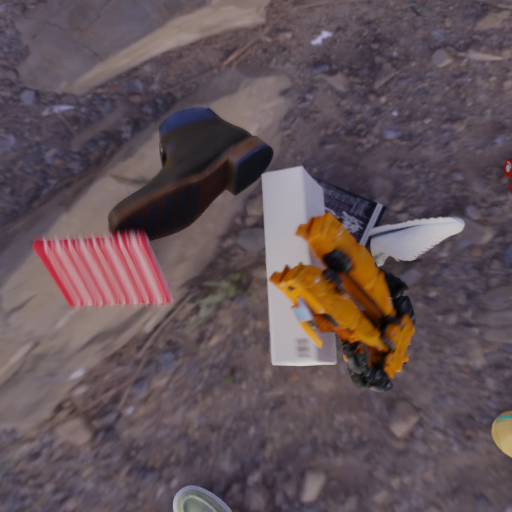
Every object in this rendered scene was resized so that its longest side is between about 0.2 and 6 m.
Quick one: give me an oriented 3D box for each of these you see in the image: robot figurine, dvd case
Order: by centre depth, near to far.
[{"bbox_3d":[1.480,0.783,8.623,2.793,0.813,2.025,49,55,-26],"label":"robot figurine"},{"bbox_3d":[1.403,-0.753,11.081,1.991,0.159,1.480,23,65,12],"label":"dvd case"}]

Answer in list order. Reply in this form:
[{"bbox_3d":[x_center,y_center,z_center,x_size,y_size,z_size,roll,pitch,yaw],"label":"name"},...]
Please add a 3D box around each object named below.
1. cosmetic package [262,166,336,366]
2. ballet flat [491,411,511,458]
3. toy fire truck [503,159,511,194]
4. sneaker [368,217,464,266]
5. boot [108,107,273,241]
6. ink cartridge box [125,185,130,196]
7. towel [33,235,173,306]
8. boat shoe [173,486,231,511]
[{"bbox_3d":[0.714,0.236,9.415,0.799,1.302,3.155,-9,75,23],"label":"cosmetic package"},{"bbox_3d":[5.096,3.290,8.561,2.891,0.911,0.992,25,63,12],"label":"ballet flat"},{"bbox_3d":[5.496,-1.736,11.131,0.648,0.970,1.156,-5,63,-2],"label":"toy fire truck"},{"bbox_3d":[2.897,-0.284,10.095,1.750,0.668,0.704,-13,79,38],"label":"sneaker"},{"bbox_3d":[-1.359,-1.406,9.228,3.181,1.188,1.542,-32,64,-32],"label":"boot"},{"bbox_3d":[-2.290,-0.343,10.471,0.337,0.861,1.818,-14,63,-7],"label":"ink cartridge box"},{"bbox_3d":[-2.227,0.223,8.214,1.816,1.313,0.204,-3,43,15],"label":"towel"},{"bbox_3d":[-0.454,4.248,8.214,0.754,0.650,2.095,-40,69,-18],"label":"boat shoe"}]
